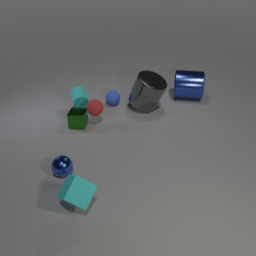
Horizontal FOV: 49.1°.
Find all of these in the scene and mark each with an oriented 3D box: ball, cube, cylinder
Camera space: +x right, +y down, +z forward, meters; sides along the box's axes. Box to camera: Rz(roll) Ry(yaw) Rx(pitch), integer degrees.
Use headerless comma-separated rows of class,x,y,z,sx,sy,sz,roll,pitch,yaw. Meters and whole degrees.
ball,-1.376,-0.850,11.696,0.700,0.700,0.700,0,31,0
cube,-2.108,-0.401,11.807,0.700,0.700,0.700,4,32,6
cylinder,0.886,-1.676,12.838,1.400,1.400,1.400,14,42,-13
cylinder,3.028,-2.161,14.005,1.400,1.400,1.400,5,32,8
cube,-1.393,1.736,7.619,0.700,0.700,0.700,-13,46,60
cylinder,-2.181,-1.386,12.659,0.700,0.700,0.700,-9,50,-15
ball,-0.721,-1.457,13.523,0.700,0.700,0.700,0,31,0
ball,-2.144,1.240,9.115,0.700,0.700,0.700,0,31,0
